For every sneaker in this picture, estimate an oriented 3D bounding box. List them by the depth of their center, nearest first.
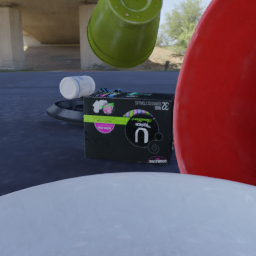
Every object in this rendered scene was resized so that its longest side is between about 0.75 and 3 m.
[{"bbox_3d":[-0.988,-1.123,10.284,1.824,0.747,0.668,5,15,23],"label":"sneaker"}]

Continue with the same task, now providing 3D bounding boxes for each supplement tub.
[{"bbox_3d":[-2.331,-1.909,13.026,1.002,1.002,1.519,6,15,24],"label":"supplement tub"}]

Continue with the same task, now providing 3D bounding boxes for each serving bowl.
[{"bbox_3d":[0.107,1.040,1.008,2.609,0.858,2.609,0,13,0],"label":"serving bowl"}]

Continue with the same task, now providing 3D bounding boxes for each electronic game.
[{"bbox_3d":[-1.158,-0.423,7.933,2.196,0.457,2.196,5,14,-1],"label":"electronic game"}]

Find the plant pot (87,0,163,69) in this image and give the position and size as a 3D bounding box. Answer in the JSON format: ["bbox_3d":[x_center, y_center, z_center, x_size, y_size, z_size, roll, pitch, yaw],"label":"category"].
[{"bbox_3d":[0.006,-3.388,8.584,2.442,2.442,2.351,-3,-7,-11],"label":"plant pot"}]

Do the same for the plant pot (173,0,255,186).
[{"bbox_3d":[2.187,-0.211,3.059,2.451,2.770,2.770,7,11,-17],"label":"plant pot"}]

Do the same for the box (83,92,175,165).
[{"bbox_3d":[0.060,-0.060,5.040,1.496,1.111,0.930,3,14,14],"label":"box"}]
